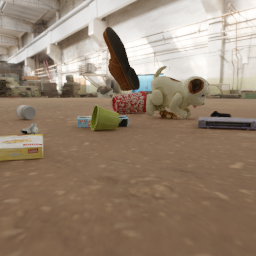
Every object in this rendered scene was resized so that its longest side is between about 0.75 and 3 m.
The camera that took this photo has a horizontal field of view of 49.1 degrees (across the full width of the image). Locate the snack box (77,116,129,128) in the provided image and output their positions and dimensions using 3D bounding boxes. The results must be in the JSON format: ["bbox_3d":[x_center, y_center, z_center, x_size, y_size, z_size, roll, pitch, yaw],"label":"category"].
[{"bbox_3d":[-1.068,-0.287,11.819,2.062,0.383,1.198,-1,8,-8],"label":"snack box"}]

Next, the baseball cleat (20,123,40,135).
[{"bbox_3d":[-3.312,0.054,9.387,0.585,0.383,1.100,-4,8,-26],"label":"baseball cleat"}]

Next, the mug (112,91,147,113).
[{"bbox_3d":[0.067,-1.398,17.901,2.061,1.829,1.375,-7,46,-20],"label":"mug"}]

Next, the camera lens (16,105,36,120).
[{"bbox_3d":[-5.204,-0.797,14.245,0.893,0.714,0.714,7,11,43],"label":"camera lens"}]

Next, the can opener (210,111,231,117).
[{"bbox_3d":[5.017,-0.670,15.077,1.113,0.438,0.353,10,-27,36],"label":"can opener"}]

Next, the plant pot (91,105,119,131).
[{"bbox_3d":[-0.842,-0.315,10.560,0.906,0.985,0.985,10,4,-20],"label":"plant pot"}]

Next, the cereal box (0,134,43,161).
[{"bbox_3d":[-2.662,0.441,6.790,1.166,0.320,1.620,-2,8,-17],"label":"cereal box"}]

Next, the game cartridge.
[{"bbox_3d":[3.991,-0.200,11.298,2.246,0.431,1.456,2,4,16],"label":"game cartridge"}]

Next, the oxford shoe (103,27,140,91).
[{"bbox_3d":[-0.484,-2.678,11.399,0.984,2.760,0.984,-9,29,30],"label":"oxford shoe"}]

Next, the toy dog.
[{"bbox_3d":[2.754,-1.830,14.604,2.980,2.889,2.079,-2,-7,33],"label":"toy dog"}]

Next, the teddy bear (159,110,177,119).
[{"bbox_3d":[2.135,-0.737,14.950,0.917,0.422,1.264,2,8,-2],"label":"teddy bear"}]
